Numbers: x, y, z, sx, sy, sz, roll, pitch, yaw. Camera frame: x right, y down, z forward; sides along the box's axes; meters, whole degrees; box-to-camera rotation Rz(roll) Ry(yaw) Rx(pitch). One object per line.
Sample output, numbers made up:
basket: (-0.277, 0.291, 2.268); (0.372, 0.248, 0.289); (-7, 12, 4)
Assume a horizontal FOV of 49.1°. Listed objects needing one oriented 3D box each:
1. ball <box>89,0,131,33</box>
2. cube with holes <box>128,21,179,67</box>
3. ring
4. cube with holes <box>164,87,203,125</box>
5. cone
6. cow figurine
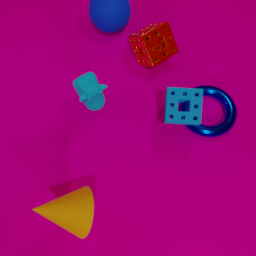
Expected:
ball: (-0.503, -3.273, 7.796); (1.178, 1.178, 1.178); (0, 67, 0)
cube with holes: (0.661, -2.221, 7.433); (0.841, 0.841, 0.841); (-32, 115, -13)
ring: (2.049, -0.450, 7.171); (1.469, 0.294, 1.469); (0, 67, 0)
cube with holes: (1.258, -0.484, 6.497); (0.777, 0.777, 0.777); (4, 90, 5)
cone: (-1.321, 1.595, 5.405); (1.016, 1.012, 1.012); (11, 64, -27)
cow figurine: (-0.851, -0.808, 6.592); (0.687, 1.251, 1.231); (-30, 45, -7)
